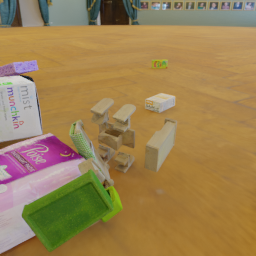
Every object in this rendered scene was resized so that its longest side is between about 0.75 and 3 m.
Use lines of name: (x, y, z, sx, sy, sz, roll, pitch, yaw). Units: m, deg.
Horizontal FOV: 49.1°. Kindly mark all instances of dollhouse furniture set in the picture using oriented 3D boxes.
dollhouse furniture set: (0.112, 0.138, 5.522, 1.434, 1.317, 0.933, 18, 40, 23)
dollhouse furniture set: (-0.806, 0.772, 4.232, 0.901, 1.167, 2.334, -30, 16, -2)

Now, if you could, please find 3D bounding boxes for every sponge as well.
sponge: (-4.992, -2.040, 10.693, 2.746, 0.409, 1.532, -10, 14, 16)

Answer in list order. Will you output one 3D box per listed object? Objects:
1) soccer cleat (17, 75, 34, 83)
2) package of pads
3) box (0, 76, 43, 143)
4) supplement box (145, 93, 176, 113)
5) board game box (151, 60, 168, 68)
soccer cleat: (-4.500, -1.676, 10.730, 1.758, 0.600, 0.643, -21, 21, -40)
package of pads: (-1.884, 1.008, 4.161, 2.547, 0.964, 1.535, -20, 33, -37)
box: (-3.450, -0.445, 6.614, 2.287, 1.253, 2.592, -12, 18, -24)
supplement box: (1.056, -0.823, 9.034, 0.583, 0.340, 0.926, 20, 31, 37)
board game box: (1.644, -3.331, 14.582, 0.817, 0.415, 0.195, -1, 26, -3)
